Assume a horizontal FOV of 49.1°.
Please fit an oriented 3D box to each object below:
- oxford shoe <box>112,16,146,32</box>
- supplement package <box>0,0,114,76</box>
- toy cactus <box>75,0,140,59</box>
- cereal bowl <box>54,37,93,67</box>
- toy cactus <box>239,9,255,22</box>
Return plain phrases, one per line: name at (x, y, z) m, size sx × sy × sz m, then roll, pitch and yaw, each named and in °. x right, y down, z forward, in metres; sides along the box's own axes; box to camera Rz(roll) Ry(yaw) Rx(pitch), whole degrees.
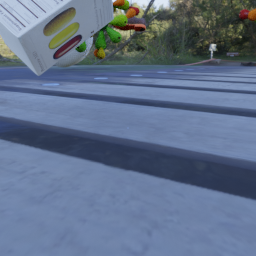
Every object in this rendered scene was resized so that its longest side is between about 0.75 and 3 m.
oxford shoe at (0.015, -3.987, 10.598) m, size 1.328 × 0.482 × 0.473 m, roll 6°, pitch -11°, yaw -7°
supplement package at (-1.630, -2.569, 6.199) m, size 1.303 × 1.354 × 2.380 m, roll 42°, pitch 74°, yaw 17°
toy cactus at (-1.029, -3.438, 8.660) m, size 2.634 × 2.173 × 1.347 m, roll -49°, pitch 7°, yaw -14°
cereal bowl at (-1.929, -2.836, 9.880) m, size 1.837 × 1.837 × 0.765 m, roll 16°, pitch -19°, yaw 45°
toy cactus at (3.752, -2.883, 5.927) m, size 2.006 × 1.243 × 2.432 m, roll 17°, pitch -24°, yaw -8°
